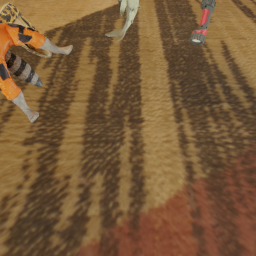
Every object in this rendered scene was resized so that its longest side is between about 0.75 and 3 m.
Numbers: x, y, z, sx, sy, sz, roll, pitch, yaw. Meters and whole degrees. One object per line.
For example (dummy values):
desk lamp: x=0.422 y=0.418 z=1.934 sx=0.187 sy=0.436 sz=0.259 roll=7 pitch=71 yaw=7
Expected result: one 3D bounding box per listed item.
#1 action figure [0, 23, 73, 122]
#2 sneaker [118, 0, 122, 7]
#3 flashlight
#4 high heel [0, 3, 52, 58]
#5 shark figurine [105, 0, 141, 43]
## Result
action figure: x=-1.914 y=-0.796 z=3.380 sx=2.000 sy=1.934 sz=1.046 roll=-61 pitch=29 yaw=-1
sneaker: x=0.341 y=-4.001 z=8.074 sx=0.784 sy=1.357 sz=0.509 roll=38 pitch=12 yaw=17
flashlight: x=2.101 y=-3.046 z=7.936 sx=0.450 sy=1.326 sz=0.449 roll=14 pitch=-2 yaw=26
high heel: x=-1.994 y=-1.790 z=5.504 sx=0.611 sy=1.220 sz=1.711 roll=-47 pitch=23 yaw=6
shark figurine: x=-0.070 y=-1.920 z=4.226 sx=0.731 sy=1.223 sz=0.510 roll=-36 pitch=69 yaw=-16
